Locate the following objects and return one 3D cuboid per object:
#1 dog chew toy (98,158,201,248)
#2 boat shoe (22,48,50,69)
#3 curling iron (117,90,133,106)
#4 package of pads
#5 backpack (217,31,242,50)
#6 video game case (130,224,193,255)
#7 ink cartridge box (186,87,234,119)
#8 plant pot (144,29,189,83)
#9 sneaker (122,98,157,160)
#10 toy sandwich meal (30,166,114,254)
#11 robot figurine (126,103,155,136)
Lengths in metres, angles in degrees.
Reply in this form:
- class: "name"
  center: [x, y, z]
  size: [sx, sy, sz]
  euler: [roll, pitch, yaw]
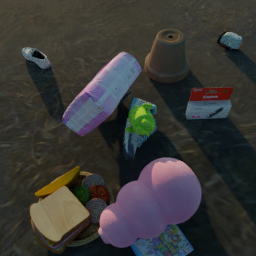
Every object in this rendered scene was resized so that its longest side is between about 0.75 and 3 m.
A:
- class: "dog chew toy"
  center: [0.500, 2.009, 7.304]
  size: [2.811, 1.750, 1.750]
  euler: [-32, 59, -12]
- class: "boat shoe"
  center: [-3.914, -3.071, 11.778]
  size: [0.582, 0.532, 1.618]
  euler: [-38, 62, -25]
- class: "curling iron"
  center: [-0.531, -0.932, 10.218]
  size: [1.773, 0.227, 0.439]
  euler: [-31, 93, -15]
- class: "package of pads"
  center: [-0.799, -1.184, 9.219]
  size: [1.096, 1.746, 2.898]
  euler: [45, 44, -14]
- class: "backpack"
  center: [4.522, -3.864, 12.351]
  size: [0.925, 0.586, 0.772]
  euler: [39, 60, 24]
- class: "video game case"
  center: [0.884, 3.124, 7.355]
  size: [1.361, 0.121, 0.974]
  euler: [-26, 57, -18]
- class: "ink cartridge box"
  center: [2.816, -0.832, 9.625]
  size: [1.457, 1.264, 0.317]
  euler: [-2, 53, -2]
- class: "plant pot"
  center: [1.573, -2.951, 11.038]
  size: [1.825, 1.591, 1.825]
  euler: [-1, 52, 1]
- class: "sneaker"
  center: [0.432, -0.018, 9.235]
  size: [1.061, 0.954, 2.457]
  euler: [10, 54, 4]
- class: "toy sandwich meal"
  center: [-1.537, 2.106, 7.679]
  size: [2.393, 0.820, 2.393]
  euler: [0, 53, 0]
- class: "robot figurine"
  center: [0.396, -0.238, 8.231]
  size: [0.676, 1.026, 1.169]
  euler: [24, 21, -23]
